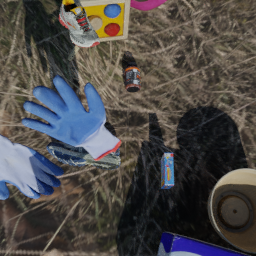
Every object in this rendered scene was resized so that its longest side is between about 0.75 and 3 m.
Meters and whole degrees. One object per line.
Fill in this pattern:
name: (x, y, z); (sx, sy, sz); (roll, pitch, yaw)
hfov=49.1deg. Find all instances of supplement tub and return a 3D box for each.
supplement tub: (0.147, -1.641, 9.003); (0.495, 0.495, 0.926); (-2, 71, -1)

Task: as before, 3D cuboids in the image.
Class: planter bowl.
planter bowl: (2.930, 2.133, 7.253); (1.948, 1.311, 1.948); (0, 71, -1)

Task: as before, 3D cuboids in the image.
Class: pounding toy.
pounding toy: (-1.072, -3.480, 9.017); (2.134, 1.965, 1.517); (-9, 65, -8)

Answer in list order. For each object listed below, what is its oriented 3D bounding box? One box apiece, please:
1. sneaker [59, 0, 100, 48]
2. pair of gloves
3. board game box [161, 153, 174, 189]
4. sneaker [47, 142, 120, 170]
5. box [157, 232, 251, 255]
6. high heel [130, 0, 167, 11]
sneaker: (-0.965, -2.018, 5.392); (0.477, 0.503, 1.224); (-29, 69, -29)
pair of gloves: (-1.433, 0.351, 4.898); (2.644, 2.126, 0.301); (-35, 45, 2)
board game box: (1.087, 1.211, 7.806); (0.245, 0.877, 0.859); (2, 70, 1)
sneaker: (-1.245, 0.612, 8.155); (2.139, 0.824, 0.911); (11, 61, -4)
box: (1.870, 4.257, 6.366); (2.757, 1.573, 2.998); (15, 71, 4)
high heel: (0.267, -4.747, 9.634); (2.775, 1.334, 0.936); (-17, 72, -6)
